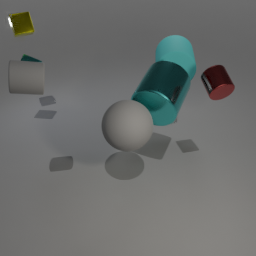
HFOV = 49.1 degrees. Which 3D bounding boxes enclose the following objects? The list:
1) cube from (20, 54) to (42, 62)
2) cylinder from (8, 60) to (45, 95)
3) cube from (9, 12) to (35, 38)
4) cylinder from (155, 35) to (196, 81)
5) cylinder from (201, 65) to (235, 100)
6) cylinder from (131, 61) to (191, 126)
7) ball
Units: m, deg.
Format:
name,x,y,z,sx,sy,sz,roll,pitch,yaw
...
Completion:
name,x,y,z,sx,sy,sz,roll,pitch,yaw
cube,-3.675,-2.159,10.383,0.700,0.700,0.700,20,57,-18
cylinder,-2.175,-1.080,6.035,0.700,0.700,0.700,1,30,-19
cube,-3.881,-3.758,10.203,0.700,0.700,0.700,-19,16,-20
cylinder,1.694,-2.423,10.140,1.400,1.400,1.400,2,40,4
cylinder,2.438,-1.235,7.643,0.700,0.700,0.700,-8,60,-13
cylinder,0.978,-1.018,8.266,1.400,1.400,1.400,14,53,22
ball,-0.018,-0.064,7.605,1.400,1.400,1.400,0,32,0
